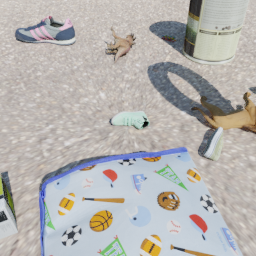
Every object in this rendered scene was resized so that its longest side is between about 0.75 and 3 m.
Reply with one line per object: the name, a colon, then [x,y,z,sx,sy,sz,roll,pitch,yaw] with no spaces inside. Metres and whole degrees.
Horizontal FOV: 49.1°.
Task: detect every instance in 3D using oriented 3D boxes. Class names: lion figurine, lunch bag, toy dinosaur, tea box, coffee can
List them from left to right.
tea box: [-2.485,1.479,5.198,0.574,0.858,0.844,-16,43,-17]
toy dinosaur: [-0.175,-3.162,10.723,1.159,0.734,1.711,10,49,-16]
lunch bag: [-0.018,1.660,4.440,2.640,1.635,2.244,-4,42,-16]
coffee can: [3.122,-3.944,10.009,2.006,2.741,2.006,0,41,0]
lion figurine: [2.887,-0.286,7.456,2.191,0.794,1.342,-10,48,9]

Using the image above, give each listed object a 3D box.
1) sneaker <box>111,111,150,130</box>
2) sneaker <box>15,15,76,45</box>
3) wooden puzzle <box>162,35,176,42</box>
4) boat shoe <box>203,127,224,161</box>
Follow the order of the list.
sneaker: [0.091,-0.173,7.461,0.992,0.365,0.585,-12,36,-17]
sneaker: [-3.436,-4.100,11.470,2.619,1.074,0.919,5,41,5]
wooden puzzle: [1.742,-3.836,11.950,0.761,0.053,0.451,27,47,27]
boat shoe: [2.163,0.398,6.894,0.337,0.391,1.087,36,51,2]
